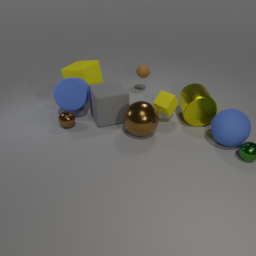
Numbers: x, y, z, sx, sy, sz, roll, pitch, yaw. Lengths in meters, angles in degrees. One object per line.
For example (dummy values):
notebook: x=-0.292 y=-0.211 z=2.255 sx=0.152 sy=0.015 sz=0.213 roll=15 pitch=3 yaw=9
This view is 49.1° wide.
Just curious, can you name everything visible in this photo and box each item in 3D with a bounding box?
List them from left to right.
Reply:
ball: x=-2.546 y=-0.366 z=11.659 sx=0.700 sy=0.700 sz=0.700 roll=0 pitch=32 yaw=0
cylinder: x=-2.440 y=-1.534 z=12.489 sx=1.400 sy=1.400 sz=1.400 roll=0 pitch=11 yaw=0
cube: x=-2.268 y=-2.534 z=14.191 sx=1.400 sy=1.400 sz=1.400 roll=5 pitch=31 yaw=29
cube: x=-0.825 y=-1.055 z=12.083 sx=1.400 sy=1.400 sz=1.400 roll=-11 pitch=34 yaw=-17
ball: x=0.520 y=-0.364 z=11.032 sx=1.400 sy=1.400 sz=1.400 roll=0 pitch=32 yaw=0
ball: x=0.770 y=-2.885 z=14.236 sx=0.700 sy=0.700 sz=0.700 roll=0 pitch=32 yaw=0
cube: x=1.595 y=-1.034 z=11.816 sx=0.700 sy=0.700 sz=0.700 roll=28 pitch=77 yaw=32
cylinder: x=2.950 y=-1.003 z=11.997 sx=1.400 sy=1.400 sz=1.400 roll=-1 pitch=32 yaw=-1
ball: x=3.813 y=-0.014 z=10.413 sx=1.400 sy=1.400 sz=1.400 roll=0 pitch=32 yaw=0
ball: x=4.253 y=0.824 z=9.796 sx=0.700 sy=0.700 sz=0.700 roll=0 pitch=32 yaw=0
